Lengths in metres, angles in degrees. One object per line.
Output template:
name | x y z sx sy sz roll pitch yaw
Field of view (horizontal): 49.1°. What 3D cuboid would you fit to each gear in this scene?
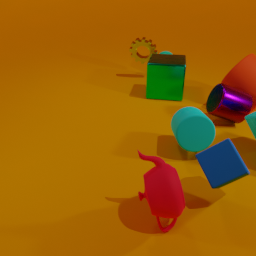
gear | 0.653 -3.281 11.946 1.169 1.169 0.216 8 48 14

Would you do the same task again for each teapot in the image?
teapot | 0.567 1.115 5.107 0.787 1.606 0.999 -13 4 2

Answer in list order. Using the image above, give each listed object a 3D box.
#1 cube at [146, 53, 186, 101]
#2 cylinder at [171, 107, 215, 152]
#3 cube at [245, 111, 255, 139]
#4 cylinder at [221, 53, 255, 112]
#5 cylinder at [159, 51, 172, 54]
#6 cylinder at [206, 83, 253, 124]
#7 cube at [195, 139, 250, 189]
cube | 1.440 -1.942 10.574 1.362 1.362 1.362 5 30 9
cylinder | 1.647 0.012 7.228 0.959 0.959 0.959 0 17 0
cube | 3.726 -0.029 6.814 1.092 1.092 1.092 -27 -1 8
cylinder | 4.080 -1.480 9.256 1.392 1.392 1.392 -28 71 -39
cylinder | 1.664 -2.972 12.838 0.906 0.906 0.906 8 30 13
cylinder | 3.079 -0.746 8.570 0.996 0.996 0.996 18 28 -11
cube | 1.888 0.730 5.570 0.723 0.723 0.723 -30 68 17
